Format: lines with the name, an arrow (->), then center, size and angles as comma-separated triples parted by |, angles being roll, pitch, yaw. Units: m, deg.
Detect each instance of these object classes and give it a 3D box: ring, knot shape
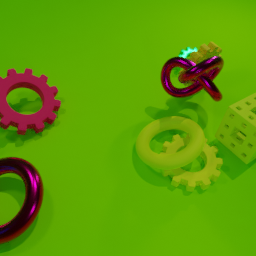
ring -> -2.782, 1.558, 6.211 | 1.923, 0.385, 1.923 | -5, 64, 11
knot shape -> 1.815, -1.344, 7.348 | 1.818, 1.701, 0.840 | 17, 74, -3
ring -> 1.058, 0.338, 7.184 | 1.770, 0.354, 1.770 | -12, 39, 10

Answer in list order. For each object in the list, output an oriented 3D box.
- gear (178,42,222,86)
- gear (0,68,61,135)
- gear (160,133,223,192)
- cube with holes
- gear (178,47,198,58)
gear -> 2.154, -1.858, 8.333 | 1.439, 1.439, 0.266 | -28, 62, -21
gear -> -2.863, -0.760, 7.793 | 1.885, 0.349, 1.885 | 10, 65, -23
gear -> 1.574, 0.839, 7.119 | 1.541, 0.285, 1.541 | 0, 52, 0
cube with holes -> 3.141, -0.003, 7.142 | 1.099, 1.099, 1.099 | -24, 54, -27
gear -> 2.210, -2.246, 9.429 | 1.101, 0.204, 1.101 | 4, 63, -9
